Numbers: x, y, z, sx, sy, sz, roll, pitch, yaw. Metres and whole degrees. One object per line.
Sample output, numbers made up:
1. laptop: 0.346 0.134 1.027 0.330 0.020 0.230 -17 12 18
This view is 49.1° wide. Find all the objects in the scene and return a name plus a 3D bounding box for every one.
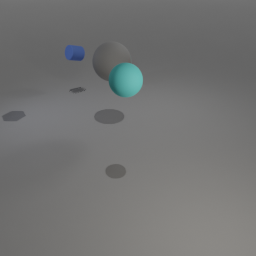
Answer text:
1. ball: -0.047 -0.977 5.724 0.700 0.700 0.700 0 28 0
2. ball: -0.575 -2.377 10.062 1.400 1.400 1.400 0 28 0
3. cylinder: -2.561 -3.604 13.473 0.700 0.700 0.700 -8 26 -44
